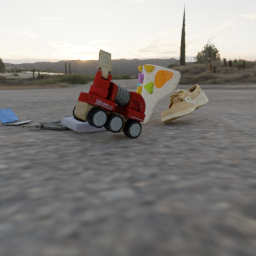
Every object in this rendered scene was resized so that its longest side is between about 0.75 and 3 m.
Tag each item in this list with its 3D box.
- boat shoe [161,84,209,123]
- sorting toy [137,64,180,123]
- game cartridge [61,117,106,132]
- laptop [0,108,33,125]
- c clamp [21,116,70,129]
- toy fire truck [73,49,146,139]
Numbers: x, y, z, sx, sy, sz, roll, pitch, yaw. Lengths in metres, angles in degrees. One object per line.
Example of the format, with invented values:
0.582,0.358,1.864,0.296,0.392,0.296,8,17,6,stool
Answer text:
1.971,-0.961,10.288,1.026,0.963,2.784,-22,4,42,boat shoe
0.758,-1.182,10.147,1.187,2.000,2.222,16,6,-10,sorting toy
-1.087,-0.157,8.571,1.605,0.333,1.069,-8,22,-40,game cartridge
-3.963,-0.411,9.712,0.919,0.532,0.860,-1,9,18,laptop
-2.236,-0.187,9.219,1.577,0.250,1.845,6,12,34,c clamp
-0.372,-0.943,7.294,1.771,2.012,1.294,18,1,-39,toy fire truck
